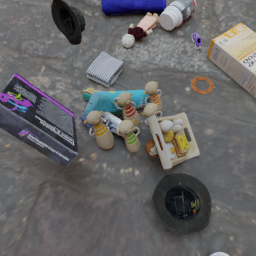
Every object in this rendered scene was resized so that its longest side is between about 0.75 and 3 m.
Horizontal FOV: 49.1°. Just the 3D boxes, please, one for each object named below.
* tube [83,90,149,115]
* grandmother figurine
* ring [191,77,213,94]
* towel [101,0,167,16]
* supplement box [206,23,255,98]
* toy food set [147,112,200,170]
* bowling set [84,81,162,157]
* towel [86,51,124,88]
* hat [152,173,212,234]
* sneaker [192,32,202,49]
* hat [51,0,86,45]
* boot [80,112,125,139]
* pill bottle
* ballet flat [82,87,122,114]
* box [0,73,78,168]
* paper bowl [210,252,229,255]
[{"bbox_3d":[-0.228,-0.909,9.475,2.577,0.998,0.649,-10,50,-39],"label":"tube"},{"bbox_3d":[0.517,-4.210,12.164,1.272,0.635,2.098,22,61,44],"label":"grandmother figurine"},{"bbox_3d":[2.898,-1.691,10.916,0.865,0.083,0.865,0,60,0],"label":"ring"},{"bbox_3d":[0.237,-6.123,13.272,2.991,0.741,2.208,-2,52,-1],"label":"towel"},{"bbox_3d":[4.716,-2.703,10.970,1.720,1.004,2.730,-33,65,-17],"label":"supplement box"},{"bbox_3d":[1.490,0.292,8.557,2.145,0.648,1.539,-8,78,-54],"label":"toy food set"},{"bbox_3d":[0.402,-0.201,8.761,2.922,1.569,2.034,-37,45,-16],"label":"bowling set"},{"bbox_3d":[-0.869,-2.333,11.022,1.079,0.558,1.303,25,62,14],"label":"towel"},{"bbox_3d":[1.456,2.210,8.163,1.885,0.761,1.885,8,65,-17],"label":"hat"},{"bbox_3d":[3.007,-3.804,12.014,0.363,0.375,0.899,-8,59,-5],"label":"sneaker"},{"bbox_3d":[-1.515,-2.979,7.669,0.533,1.321,1.321,-38,66,-25],"label":"hat"},{"bbox_3d":[-0.754,-0.019,9.630,0.895,0.721,1.981,-43,60,-15],"label":"boot"},{"bbox_3d":[2.208,-5.140,12.475,0.962,0.962,1.690,35,66,19],"label":"pill bottle"},{"bbox_3d":[-0.869,-1.072,10.283,1.707,0.586,0.538,27,49,14],"label":"ballet flat"},{"bbox_3d":[-2.196,-0.321,6.863,0.501,1.984,2.775,-50,23,8],"label":"box"},{"bbox_3d":[2.451,3.748,7.454,0.785,0.408,0.785,0,59,0],"label":"paper bowl"}]
